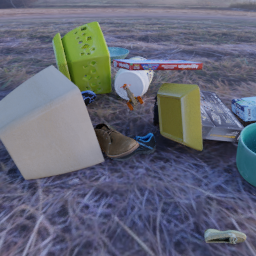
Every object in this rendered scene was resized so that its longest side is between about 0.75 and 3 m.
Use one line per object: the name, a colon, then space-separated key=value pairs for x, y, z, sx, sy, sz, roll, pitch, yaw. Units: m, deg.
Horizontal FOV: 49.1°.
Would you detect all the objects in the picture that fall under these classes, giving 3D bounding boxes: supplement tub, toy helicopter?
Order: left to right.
toy helicopter: x=0.032 y=-1.404 z=11.308 sx=0.608 sy=1.019 sz=1.541 roll=-32 pitch=21 yaw=3
supplement tub: x=0.308 y=-2.554 z=14.386 sx=1.718 sy=1.718 sz=2.370 roll=6 pitch=30 yaw=11

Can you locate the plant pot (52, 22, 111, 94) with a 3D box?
plant pot: x=-2.356 y=-3.364 z=14.281 sx=2.484 sy=2.738 sz=2.724 roll=-14 pitch=56 yaw=-9

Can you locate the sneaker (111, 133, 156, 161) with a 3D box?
sneaker: x=0.143 y=0.614 z=9.619 sx=1.723 sy=0.706 sz=0.631 roll=-14 pitch=34 yaw=-21

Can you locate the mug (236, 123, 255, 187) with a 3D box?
mug: x=4.146 y=1.026 z=8.024 sx=1.891 sy=1.423 sz=2.302 roll=1 pitch=36 yaw=11

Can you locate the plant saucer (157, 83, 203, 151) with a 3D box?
plant saucer: x=1.596 y=-0.410 z=9.367 sx=0.507 sy=2.093 sz=2.094 roll=-12 pitch=15 yaw=-22

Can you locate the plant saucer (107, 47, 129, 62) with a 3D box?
plant saucer: x=-1.384 y=-5.486 z=21.006 sx=2.948 sy=0.530 sz=2.948 roll=0 pitch=28 yaw=0

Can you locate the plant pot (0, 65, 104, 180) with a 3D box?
plant pot: x=-2.707 y=-0.021 z=8.968 sx=2.439 sy=2.755 sz=2.752 roll=-27 pitch=37 yaw=-18

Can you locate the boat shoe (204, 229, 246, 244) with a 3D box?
boat shoe: x=2.248 y=2.554 z=6.477 sx=0.923 sy=0.337 sz=0.290 roll=4 pitch=39 yaw=11

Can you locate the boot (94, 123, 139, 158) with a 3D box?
boot: x=-0.548 y=0.370 z=9.142 sx=0.860 sy=0.882 sz=2.336 roll=-35 pitch=23 yaw=-27

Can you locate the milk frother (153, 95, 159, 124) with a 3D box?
milk frother: x=1.704 y=-0.798 z=11.322 sx=1.337 sy=1.283 sz=1.422 roll=2 pitch=-10 yaw=5

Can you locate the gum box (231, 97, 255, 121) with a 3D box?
gum box: x=5.919 y=-0.900 z=11.480 sx=2.750 sy=0.613 sz=2.336 roll=-5 pitch=13 yaw=10

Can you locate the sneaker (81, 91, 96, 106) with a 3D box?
sneaker: x=-2.205 y=-1.062 z=12.769 sx=2.126 sy=0.746 sz=0.828 roll=-29 pitch=46 yaw=-35

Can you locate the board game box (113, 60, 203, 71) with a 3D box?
board game box: x=1.044 y=-2.243 z=9.941 sx=2.836 sy=0.276 sz=1.460 roll=-6 pitch=20 yaw=-23

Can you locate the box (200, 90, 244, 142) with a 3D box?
box: x=3.004 y=-0.568 z=10.726 sx=1.989 sy=0.607 sz=2.512 roll=4 pitch=39 yaw=-23
